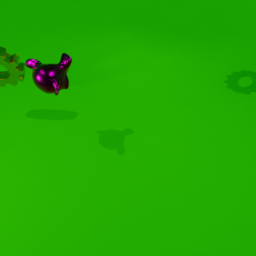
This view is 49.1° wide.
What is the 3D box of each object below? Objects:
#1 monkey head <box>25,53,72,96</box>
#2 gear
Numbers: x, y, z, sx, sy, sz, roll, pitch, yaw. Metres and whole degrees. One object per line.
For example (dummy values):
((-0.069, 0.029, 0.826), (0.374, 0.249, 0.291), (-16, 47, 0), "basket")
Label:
((-1.675, -1.234, 6.201), (1.279, 0.920, 0.771), (42, 28, 24), "monkey head")
((-3.545, -1.629, 7.463), (1.519, 1.519, 0.281), (0, 66, 0), "gear")
